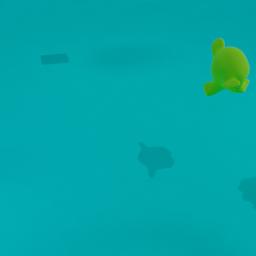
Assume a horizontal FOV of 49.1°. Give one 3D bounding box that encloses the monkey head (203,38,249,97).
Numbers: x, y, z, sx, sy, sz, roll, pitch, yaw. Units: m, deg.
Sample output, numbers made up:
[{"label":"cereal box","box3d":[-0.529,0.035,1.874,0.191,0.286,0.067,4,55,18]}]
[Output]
[{"label":"monkey head","box3d":[1.628,-0.941,4.822,0.866,0.726,1.204,-24,48,26]}]
